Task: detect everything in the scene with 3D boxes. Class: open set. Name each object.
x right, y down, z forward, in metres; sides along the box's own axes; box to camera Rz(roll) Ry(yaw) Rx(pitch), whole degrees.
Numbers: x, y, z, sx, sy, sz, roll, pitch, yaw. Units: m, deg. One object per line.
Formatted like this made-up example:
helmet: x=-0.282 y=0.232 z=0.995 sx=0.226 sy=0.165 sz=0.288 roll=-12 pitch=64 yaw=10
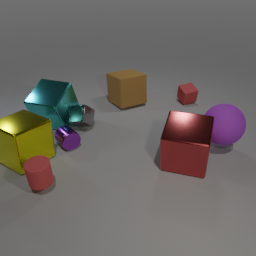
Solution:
cube: x=-3.421 y=0.400 z=9.107 sx=1.400 sy=1.400 sz=1.400 roll=18 pitch=32 yaw=30
cylinder: x=-2.146 y=0.347 z=9.962 sx=0.700 sy=0.700 sz=0.700 roll=-20 pitch=34 yaw=-32
cube: x=-2.958 y=-0.918 z=11.125 sx=1.400 sy=1.400 sz=1.400 roll=10 pitch=53 yaw=18
cube: x=-0.063 y=-1.882 z=13.177 sx=1.400 sy=1.400 sz=1.400 roll=-16 pitch=27 yaw=-26
cube: x=2.828 y=-1.638 z=13.334 sx=0.700 sy=0.700 sz=0.700 roll=-15 pitch=48 yaw=-14
cube: x=1.830 y=0.484 z=8.721 sx=1.400 sy=1.400 sz=1.400 roll=9 pitch=43 yaw=16
cube: x=-1.809 y=-0.472 z=11.034 sx=0.700 sy=0.700 sz=0.700 roll=-3 pitch=-16 yaw=26
ball: x=3.219 y=-0.121 z=9.427 sx=1.400 sy=1.400 sz=1.400 roll=0 pitch=29 yaw=0
cylinder: x=-2.462 y=1.238 z=7.755 sx=0.700 sy=0.700 sz=0.700 roll=-2 pitch=33 yaw=1
